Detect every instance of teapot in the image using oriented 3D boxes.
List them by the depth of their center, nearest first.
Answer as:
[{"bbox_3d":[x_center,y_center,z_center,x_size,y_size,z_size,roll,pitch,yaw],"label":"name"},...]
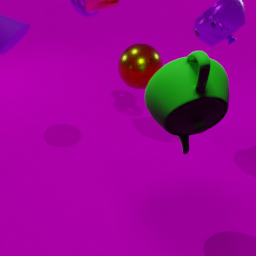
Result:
[{"bbox_3d":[0.919,-0.335,4.206,1.272,2.045,1.001,-10,57,-5],"label":"teapot"},{"bbox_3d":[2.111,-2.301,6.294,1.163,0.916,1.870,-33,5,27],"label":"teapot"}]

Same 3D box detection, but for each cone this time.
[{"bbox_3d":[-3.387,-2.724,7.331,1.113,1.117,1.113,-41,18,16],"label":"cone"}]

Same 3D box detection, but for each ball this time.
[{"bbox_3d":[0.353,-1.748,7.983,1.287,1.287,1.287,0,34,0],"label":"ball"}]

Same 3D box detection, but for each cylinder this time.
[{"bbox_3d":[-0.772,-3.693,7.614,0.895,0.895,0.895,-14,37,-11],"label":"cylinder"}]

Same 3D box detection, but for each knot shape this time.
[{"bbox_3d":[-1.588,-4.489,8.705,0.834,1.689,1.805,-25,70,3],"label":"knot shape"}]
